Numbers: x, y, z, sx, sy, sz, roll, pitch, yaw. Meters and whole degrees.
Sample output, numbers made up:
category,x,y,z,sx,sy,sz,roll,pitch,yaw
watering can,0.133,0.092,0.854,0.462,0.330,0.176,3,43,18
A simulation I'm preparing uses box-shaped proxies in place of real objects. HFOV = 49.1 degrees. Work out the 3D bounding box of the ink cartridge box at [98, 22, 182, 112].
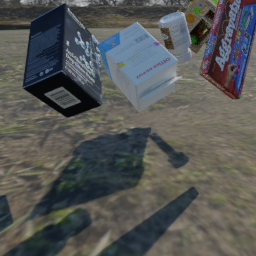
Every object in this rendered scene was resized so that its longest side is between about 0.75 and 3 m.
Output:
category,x,y,z,sx,sy,sz,roll,pitch,yaw
ink cartridge box,0.203,-0.913,4.458,0.768,0.748,1.195,-32,64,-11

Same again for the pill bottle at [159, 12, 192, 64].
category,x,y,z,sx,sy,sz,roll,pitch,yaw
pill bottle,1.181,-2.143,6.765,0.627,1.096,0.627,-17,34,12

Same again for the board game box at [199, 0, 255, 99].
category,x,y,z,sx,sy,sz,roll,pitch,yaw
board game box,2.542,-2.253,6.749,1.434,2.786,0.271,24,-13,-35

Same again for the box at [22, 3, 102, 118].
category,x,y,z,sx,sy,sz,roll,pitch,yaw
box,-1.376,-1.444,6.225,1.019,1.412,1.903,-18,60,22

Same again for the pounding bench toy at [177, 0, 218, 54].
category,x,y,z,sx,sy,sz,roll,pitch,yaw
pounding bench toy,2.796,-3.557,9.774,2.366,1.846,1.470,38,49,-5
